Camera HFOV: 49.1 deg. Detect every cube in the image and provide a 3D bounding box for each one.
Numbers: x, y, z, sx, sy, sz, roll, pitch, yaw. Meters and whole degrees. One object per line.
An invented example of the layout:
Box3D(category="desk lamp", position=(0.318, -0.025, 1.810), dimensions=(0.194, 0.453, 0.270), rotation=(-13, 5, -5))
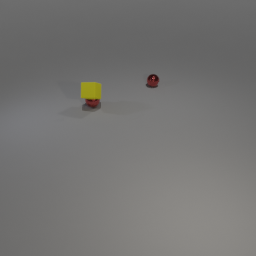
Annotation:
Box3D(category="cube", position=(-1.652, -1.669, 12.592), dimensions=(0.700, 0.700, 0.700), rotation=(2, 3, 18))

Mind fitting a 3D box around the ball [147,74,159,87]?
Box3D(category="ball", position=(1.384, -2.626, 15.460), dimensions=(0.700, 0.700, 0.700), rotation=(0, 31, 0))

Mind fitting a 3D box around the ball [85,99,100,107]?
Box3D(category="ball", position=(-1.692, -1.336, 13.353), dimensions=(0.700, 0.700, 0.700), rotation=(0, 31, 0))
